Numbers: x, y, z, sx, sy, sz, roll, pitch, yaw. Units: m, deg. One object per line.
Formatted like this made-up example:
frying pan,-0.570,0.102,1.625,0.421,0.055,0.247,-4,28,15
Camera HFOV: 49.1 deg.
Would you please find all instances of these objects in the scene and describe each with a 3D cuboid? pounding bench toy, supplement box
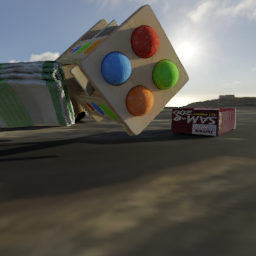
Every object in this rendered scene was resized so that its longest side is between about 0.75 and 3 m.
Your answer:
pounding bench toy,0.081,-0.574,4.302,1.225,1.971,1.538,-47,30,-15
supplement box,1.730,-0.182,6.204,0.971,0.543,1.784,3,7,30

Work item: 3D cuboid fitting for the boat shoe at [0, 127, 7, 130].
boat shoe,-2.963,-0.228,6.822,0.389,0.351,1.079,-39,-1,11

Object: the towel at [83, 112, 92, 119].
towel,-1.917,-0.394,9.611,2.225,0.265,1.634,-4,9,-4

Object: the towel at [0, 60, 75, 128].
towel,-2.194,-0.310,4.337,2.563,0.393,1.912,-6,-21,-7

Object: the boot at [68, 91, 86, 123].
boot,-2.203,-0.503,7.944,1.074,1.101,2.919,-23,7,-43
